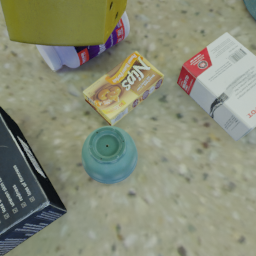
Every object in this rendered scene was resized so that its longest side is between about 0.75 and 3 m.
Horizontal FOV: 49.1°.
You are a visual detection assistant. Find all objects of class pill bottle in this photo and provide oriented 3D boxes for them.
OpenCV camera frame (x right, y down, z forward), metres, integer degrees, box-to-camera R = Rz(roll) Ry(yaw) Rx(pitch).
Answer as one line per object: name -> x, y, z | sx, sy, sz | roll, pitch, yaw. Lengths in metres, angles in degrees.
pill bottle -> -1.303, -2.695, 8.063 | 2.542, 1.429, 1.429 | -36, 72, -13

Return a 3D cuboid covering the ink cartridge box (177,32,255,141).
ink cartridge box -> 2.838, -1.130, 7.631 | 1.747, 1.014, 2.421 | -37, 72, -14

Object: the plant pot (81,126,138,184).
plant pot -> -0.480, 0.557, 6.949 | 1.482, 0.993, 1.482 | 0, 68, 0

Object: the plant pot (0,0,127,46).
plant pot -> -1.129, -3.097, 5.877 | 2.071, 2.348, 2.348 | 19, 54, 4

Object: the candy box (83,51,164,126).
candy box -> -0.106, -1.128, 7.879 | 2.020, 0.559, 1.166 | -40, 73, -15

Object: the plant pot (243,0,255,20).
plant pot -> 4.927, -4.648, 8.400 | 2.574, 2.566, 2.621 | 4, 86, 1

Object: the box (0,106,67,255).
box -> -3.423, 1.370, 6.146 | 2.886, 1.819, 2.935 | -32, 71, -12
